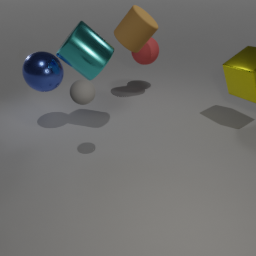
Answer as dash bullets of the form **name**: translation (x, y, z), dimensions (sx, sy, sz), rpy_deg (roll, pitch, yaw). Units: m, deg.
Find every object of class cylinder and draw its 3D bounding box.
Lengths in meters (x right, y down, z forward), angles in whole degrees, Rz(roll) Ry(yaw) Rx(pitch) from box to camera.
- **cylinder**: translation (0.339, -4.214, 11.983), dimensions (1.400, 1.400, 1.400), rpy_deg (31, 33, -23)
- **cylinder**: translation (-1.413, -2.540, 9.294), dimensions (1.400, 1.400, 1.400), rpy_deg (36, 20, -22)

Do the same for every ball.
- **ball**: translation (-2.973, -1.969, 9.843), dimensions (1.400, 1.400, 1.400), rpy_deg (0, 29, 0)
- **ball**: translation (-1.243, -0.987, 7.694), dimensions (0.700, 0.700, 0.700), rpy_deg (0, 29, 0)
- **ball**: translation (0.860, -3.871, 14.003), dimensions (1.400, 1.400, 1.400), rpy_deg (0, 29, 0)

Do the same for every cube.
- **cube**: translation (4.608, -1.995, 10.349), dimensions (1.400, 1.400, 1.400), rpy_deg (-36, 36, -12)
